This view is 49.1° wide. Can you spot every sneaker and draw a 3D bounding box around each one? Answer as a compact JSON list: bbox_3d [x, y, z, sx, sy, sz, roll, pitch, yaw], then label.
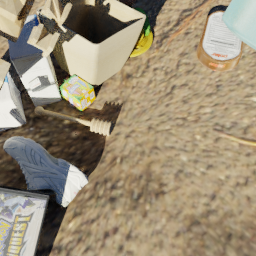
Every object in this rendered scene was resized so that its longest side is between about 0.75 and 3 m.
[{"bbox_3d":[-2.181,1.053,6.667,2.334,0.909,1.160,26,67,15],"label":"sneaker"}]

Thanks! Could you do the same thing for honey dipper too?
[{"bbox_3d":[-1.529,-0.226,7.695,2.275,0.432,0.432,13,61,12],"label":"honey dipper"}]

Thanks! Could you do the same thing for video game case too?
[{"bbox_3d":[-2.892,2.299,5.349,2.210,0.312,2.446,14,83,-15],"label":"video game case"}]

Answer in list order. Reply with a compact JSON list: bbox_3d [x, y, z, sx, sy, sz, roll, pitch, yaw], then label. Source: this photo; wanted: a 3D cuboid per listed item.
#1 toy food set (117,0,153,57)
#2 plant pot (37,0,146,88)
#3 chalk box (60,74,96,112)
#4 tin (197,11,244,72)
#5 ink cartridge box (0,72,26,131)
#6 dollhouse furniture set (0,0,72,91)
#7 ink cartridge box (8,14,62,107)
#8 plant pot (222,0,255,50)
[{"bbox_3d":[-0.207,-3.761,9.323,1.763,0.979,2.996,-14,61,-8],"label":"toy food set"},{"bbox_3d":[-1.031,-2.417,7.950,2.071,1.833,2.068,35,53,18],"label":"plant pot"},{"bbox_3d":[-1.507,-1.051,8.005,0.980,0.610,0.607,33,65,18],"label":"chalk box"},{"bbox_3d":[3.067,-2.908,9.156,1.385,0.518,2.473,13,61,12],"label":"tin"},{"bbox_3d":[-3.909,-0.598,7.400,1.906,1.193,1.225,-18,62,-10],"label":"ink cartridge box"},{"bbox_3d":[-2.597,-1.953,5.711,1.996,1.414,2.173,24,76,-27],"label":"dollhouse furniture set"},{"bbox_3d":[-2.507,-1.750,7.602,0.830,1.982,1.438,-16,62,-9],"label":"ink cartridge box"},{"bbox_3d":[2.763,-2.503,6.305,1.102,1.081,1.078,32,23,9],"label":"plant pot"}]
